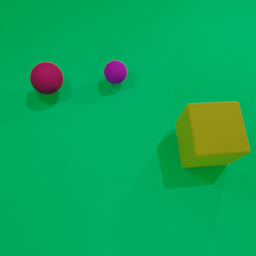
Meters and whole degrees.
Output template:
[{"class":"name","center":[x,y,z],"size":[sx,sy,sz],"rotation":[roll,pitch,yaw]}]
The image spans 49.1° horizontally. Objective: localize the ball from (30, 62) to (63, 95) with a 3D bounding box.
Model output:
[{"class":"ball","center":[-2.474,-1.511,8.548],"size":[0.984,0.984,0.984],"rotation":[0,63,0]}]

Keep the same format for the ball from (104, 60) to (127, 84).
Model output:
[{"class":"ball","center":[-0.400,-1.773,8.913],"size":[0.748,0.748,0.748],"rotation":[0,63,0]}]

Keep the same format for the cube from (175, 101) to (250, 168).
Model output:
[{"class":"cube","center":[2.195,0.218,7.595],"size":[1.399,1.399,1.399],"rotation":[-3,70,-5]}]
